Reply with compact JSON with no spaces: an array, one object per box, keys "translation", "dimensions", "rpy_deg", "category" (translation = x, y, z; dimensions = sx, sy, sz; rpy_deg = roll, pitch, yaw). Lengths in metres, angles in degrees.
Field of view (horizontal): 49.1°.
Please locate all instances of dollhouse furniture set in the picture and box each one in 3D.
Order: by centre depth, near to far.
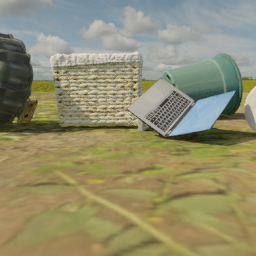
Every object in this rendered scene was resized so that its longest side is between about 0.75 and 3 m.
[{"translation":[-4.007,-0.826,9.451],"dimensions":[1.420,0.995,1.001],"rpy_deg":[-9,51,-48],"category":"dollhouse furniture set"}]

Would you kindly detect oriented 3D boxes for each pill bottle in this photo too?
[{"translation":[4.454,-0.534,7.496],"dimensions":[2.393,1.432,1.432],"rpy_deg":[-4,10,-31],"category":"pill bottle"}]

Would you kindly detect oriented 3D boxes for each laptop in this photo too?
[{"translation":[1.371,-0.715,7.227],"dimensions":[1.979,1.147,1.853],"rpy_deg":[37,50,11],"category":"laptop"}]

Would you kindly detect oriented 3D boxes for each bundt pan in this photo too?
[{"translation":[-4.270,-1.500,8.279],"dimensions":[2.973,2.973,1.116],"rpy_deg":[5,0,27],"category":"bundt pan"}]

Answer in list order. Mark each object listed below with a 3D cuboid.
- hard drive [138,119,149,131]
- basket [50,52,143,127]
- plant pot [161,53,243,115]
[{"translation":[0.522,-0.356,8.579],"dimensions":[0.148,0.745,1.130],"rpy_deg":[-2,8,19],"category":"hard drive"},{"translation":[-0.873,-1.316,9.608],"dimensions":[2.814,2.263,2.789],"rpy_deg":[0,9,4],"category":"basket"},{"translation":[2.753,-1.543,11.275],"dimensions":[2.492,2.545,2.545],"rpy_deg":[-11,11,-9],"category":"plant pot"}]
